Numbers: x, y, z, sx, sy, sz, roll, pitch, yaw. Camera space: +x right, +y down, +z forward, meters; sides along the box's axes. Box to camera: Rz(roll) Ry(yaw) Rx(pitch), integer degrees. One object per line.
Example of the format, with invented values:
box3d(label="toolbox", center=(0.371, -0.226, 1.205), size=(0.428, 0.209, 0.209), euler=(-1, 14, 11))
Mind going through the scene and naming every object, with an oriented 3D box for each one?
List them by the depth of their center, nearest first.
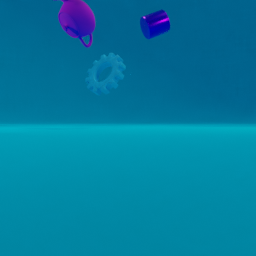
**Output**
box3d(label="teapot", center=(-1.248, -2.501, 6.418), size=(0.890, 1.432, 0.701), euler=(10, 52, 50))
box3d(label="gear", center=(-0.867, -2.037, 10.561), size=(1.646, 1.646, 0.304), euler=(1, -22, 35))
box3d(label="cylinder", center=(1.103, -4.237, 11.480), size=(0.936, 0.936, 0.936), euler=(-24, 6, -11))
